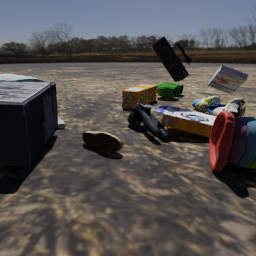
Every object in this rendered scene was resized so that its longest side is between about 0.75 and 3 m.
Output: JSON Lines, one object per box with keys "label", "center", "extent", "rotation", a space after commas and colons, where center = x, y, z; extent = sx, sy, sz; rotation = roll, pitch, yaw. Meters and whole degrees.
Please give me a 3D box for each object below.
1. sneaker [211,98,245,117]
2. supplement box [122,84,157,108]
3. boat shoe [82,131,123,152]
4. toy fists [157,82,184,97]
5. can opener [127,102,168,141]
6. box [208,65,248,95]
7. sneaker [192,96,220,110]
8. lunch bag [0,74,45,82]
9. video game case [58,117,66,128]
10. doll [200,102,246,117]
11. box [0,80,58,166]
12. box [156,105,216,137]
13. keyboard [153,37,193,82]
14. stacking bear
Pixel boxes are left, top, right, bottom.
{"label": "sneaker", "center": [3.847, -0.560, 10.314], "extent": [1.641, 0.621, 0.719], "rotation": [-29, 39, -22]}
{"label": "supplement box", "center": [0.582, -1.552, 13.402], "extent": [0.852, 0.824, 2.477], "rotation": [11, 20, 26]}
{"label": "boat shoe", "center": [-0.617, 0.301, 7.661], "extent": [1.440, 0.519, 0.518], "rotation": [6, 18, 42]}
{"label": "toy fists", "center": [2.256, -2.097, 15.447], "extent": [1.130, 0.763, 2.218], "rotation": [15, 20, 22]}
{"label": "can opener", "center": [0.699, -0.185, 9.076], "extent": [0.725, 0.900, 2.288], "rotation": [12, 17, -28]}
{"label": "box", "center": [2.430, -1.169, 6.871], "extent": [0.668, 0.176, 0.857], "rotation": [22, -18, 2]}
{"label": "sneaker", "center": [3.460, -1.170, 12.562], "extent": [1.468, 0.556, 0.771], "rotation": [-13, 21, -36]}
{"label": "lunch bag", "center": [-5.281, -1.757, 12.937], "extent": [2.100, 1.503, 2.466], "rotation": [7, 23, 26]}
{"label": "video game case", "center": [-3.188, -0.163, 9.789], "extent": [1.660, 0.183, 1.513], "rotation": [-9, 19, -25]}
{"label": "doll", "center": [3.778, -0.767, 11.355], "extent": [1.760, 0.427, 1.201], "rotation": [11, 32, 31]}
{"label": "box", "center": [-3.488, -0.261, 7.393], "extent": [2.625, 1.618, 2.604], "rotation": [2, 19, 1]}
{"label": "box", "center": [1.976, -0.234, 8.966], "extent": [2.168, 0.450, 1.290], "rotation": [13, 19, 12]}
{"label": "keyboard", "center": [1.618, -2.472, 9.851], "extent": [1.035, 1.628, 0.168], "rotation": [-32, 4, 41]}
{"label": "stacking bear", "center": [3.078, 0.388, 6.318], "extent": [2.204, 1.339, 1.253], "rotation": [9, 17, 4]}
